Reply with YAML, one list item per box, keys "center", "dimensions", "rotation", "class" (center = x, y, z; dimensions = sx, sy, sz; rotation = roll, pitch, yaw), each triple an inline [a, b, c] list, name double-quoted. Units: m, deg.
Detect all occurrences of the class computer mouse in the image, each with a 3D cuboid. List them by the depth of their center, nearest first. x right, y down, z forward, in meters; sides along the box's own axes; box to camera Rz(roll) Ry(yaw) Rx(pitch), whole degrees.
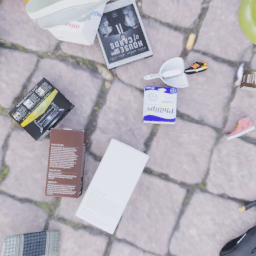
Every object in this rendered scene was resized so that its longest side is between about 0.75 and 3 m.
- center: [4.327, 3.778, 9.910]
  dimensions: [2.730, 0.628, 1.917]
  rotation: [-28, 87, -3]
  class: "computer mouse"

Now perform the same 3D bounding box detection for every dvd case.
- center: [-0.278, -3.618, 10.716]
  dimensions: [1.833, 0.302, 2.439]
  rotation: [-19, 85, -1]
  class: "dvd case"

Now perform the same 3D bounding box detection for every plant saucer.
- center: [5.632, -4.378, 10.728]
  dimensions: [2.690, 0.418, 2.690]
  rotation: [0, 84, 0]
  class: "plant saucer"

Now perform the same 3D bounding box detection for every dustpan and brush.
- center: [1.404, -1.983, 10.480]
  dimensions: [1.683, 0.482, 1.174]
  rotation: [-12, 85, -1]
  class: "dustpan and brush"

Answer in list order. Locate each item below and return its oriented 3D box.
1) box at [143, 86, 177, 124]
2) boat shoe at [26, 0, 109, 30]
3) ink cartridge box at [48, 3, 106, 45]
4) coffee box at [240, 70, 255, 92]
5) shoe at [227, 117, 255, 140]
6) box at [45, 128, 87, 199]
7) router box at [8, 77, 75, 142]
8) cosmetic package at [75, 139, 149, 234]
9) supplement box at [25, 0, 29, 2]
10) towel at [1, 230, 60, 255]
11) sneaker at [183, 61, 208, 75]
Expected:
- center: [1.159, -0.824, 10.281]
  dimensions: [1.188, 0.678, 1.292]
  rotation: [3, 86, 1]
  class: "box"
- center: [-1.283, -3.037, 6.888]
  dimensions: [2.337, 0.832, 0.815]
  rotation: [-13, 65, 10]
  class: "boat shoe"
- center: [-1.828, -4.336, 10.252]
  dimensions: [1.591, 0.923, 2.198]
  rotation: [15, 85, 21]
  class: "ink cartridge box"
- center: [4.852, -1.709, 10.479]
  dimensions: [1.096, 0.437, 0.627]
  rotation: [10, 85, 1]
  class: "coffee box"
- center: [4.084, 0.008, 10.366]
  dimensions: [1.148, 0.410, 0.522]
  rotation: [-24, 84, -7]
  class: "shoe"
- center: [-2.190, 1.231, 10.017]
  dimensions: [1.195, 0.894, 2.387]
  rotation: [5, 87, 1]
  class: "box"
- center: [-3.179, -0.672, 10.355]
  dimensions: [1.500, 0.498, 1.908]
  rotation: [44, 86, 3]
  class: "router box"
- center: [-0.527, 1.984, 9.863]
  dimensions: [1.480, 1.078, 2.911]
  rotation: [27, 84, 2]
  class: "cosmetic package"
- center: [-3.522, -6.165, 10.602]
  dimensions: [1.619, 0.945, 2.569]
  rotation: [24, 85, 1]
  class: "supplement box"
- center: [-3.331, 4.580, 9.511]
  dimensions: [1.986, 0.356, 2.063]
  rotation: [9, 84, -41]
  class: "towel"
- center: [2.520, -2.307, 10.615]
  dimensions: [0.934, 0.327, 0.420]
  rotation: [-11, 78, -5]
  class: "sneaker"
